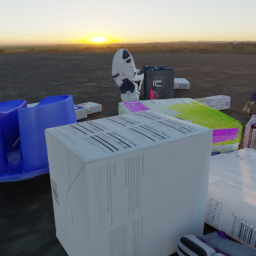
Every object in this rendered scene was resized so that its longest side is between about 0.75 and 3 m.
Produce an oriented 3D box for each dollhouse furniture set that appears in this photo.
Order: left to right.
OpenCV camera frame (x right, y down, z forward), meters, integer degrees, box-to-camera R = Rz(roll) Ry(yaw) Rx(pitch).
[{"bbox_3d":[4.684,-0.610,10.045,1.023,0.810,0.726,29,-16,14],"label":"dollhouse furniture set"}]

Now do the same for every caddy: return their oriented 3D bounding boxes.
[{"bbox_3d":[-1.869,0.212,5.288,1.911,1.419,2.703,-6,12,-3],"label":"caddy"}]

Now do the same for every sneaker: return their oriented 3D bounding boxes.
[{"bbox_3d":[0.034,-1.586,7.921,0.651,1.630,1.061,-8,37,18],"label":"sneaker"},{"bbox_3d":[1.316,1.499,2.689,0.776,0.660,1.773,-6,18,-32],"label":"sneaker"}]

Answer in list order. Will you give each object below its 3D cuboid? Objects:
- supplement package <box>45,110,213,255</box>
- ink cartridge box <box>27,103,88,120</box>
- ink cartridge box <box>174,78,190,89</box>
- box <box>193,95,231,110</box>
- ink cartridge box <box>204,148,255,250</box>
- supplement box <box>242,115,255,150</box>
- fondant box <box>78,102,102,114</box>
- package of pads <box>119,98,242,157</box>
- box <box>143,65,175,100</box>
[{"bbox_3d":[0.000,0.725,3.512,1.630,1.559,1.199,-12,21,-32],"label":"supplement package"},{"bbox_3d":[-2.625,-0.488,9.141,1.855,0.441,1.877,18,27,39],"label":"ink cartridge box"},{"bbox_3d":[2.331,-2.395,15.035,1.718,0.379,1.750,1,16,3],"label":"ink cartridge box"},{"bbox_3d":[2.706,-0.825,10.071,2.304,0.446,0.477,-10,20,-28],"label":"box"},{"bbox_3d":[2.167,1.002,4.462,2.551,0.639,2.053,-5,17,-40],"label":"ink cartridge box"},{"bbox_3d":[3.875,0.251,6.470,2.096,0.638,1.141,12,21,28],"label":"supplement box"},{"bbox_3d":[-1.470,-0.702,10.026,0.621,0.251,0.861,17,24,41],"label":"fondant box"},{"bbox_3d":[1.081,-0.034,6.796,2.201,0.972,2.849,-4,19,-13],"label":"package of pads"},{"bbox_3d":[1.255,-1.936,12.033,1.158,1.335,2.184,-1,17,0],"label":"box"}]
